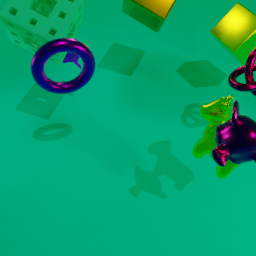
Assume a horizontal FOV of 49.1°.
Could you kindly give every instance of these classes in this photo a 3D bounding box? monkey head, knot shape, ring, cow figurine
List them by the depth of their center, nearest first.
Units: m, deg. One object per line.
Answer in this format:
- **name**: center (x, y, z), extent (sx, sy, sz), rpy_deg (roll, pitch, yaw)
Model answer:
- **monkey head**: center (1.548, 0.212, 3.907), extent (0.789, 0.661, 1.097), rpy_deg (-31, 91, -50)
- **ring**: center (-1.183, -1.116, 5.195), extent (1.190, 1.190, 0.238), rpy_deg (-15, 52, -13)
- **cow figurine**: center (1.903, 0.131, 5.616), extent (1.410, 1.387, 0.774), rpy_deg (41, 19, 6)
- **knot shape**: center (3.053, -1.315, 6.524), extent (1.238, 0.572, 1.158), rpy_deg (17, 92, 15)
- **monkey head**: center (-1.662, -2.154, 7.724), extent (0.702, 1.165, 0.838), rpy_deg (-9, 21, 5)

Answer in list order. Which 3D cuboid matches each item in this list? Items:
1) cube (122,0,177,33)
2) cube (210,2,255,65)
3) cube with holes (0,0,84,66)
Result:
- **cube**: center (0.723, -3.844, 8.167), extent (1.326, 1.326, 1.326), rpy_deg (29, 93, -4)
- **cube**: center (3.401, -2.801, 8.436), extent (1.118, 1.118, 1.118), rpy_deg (16, 34, -52)
- **cube with holes**: center (-1.743, -2.282, 5.918), extent (1.189, 1.189, 1.189), rpy_deg (26, 78, -7)
